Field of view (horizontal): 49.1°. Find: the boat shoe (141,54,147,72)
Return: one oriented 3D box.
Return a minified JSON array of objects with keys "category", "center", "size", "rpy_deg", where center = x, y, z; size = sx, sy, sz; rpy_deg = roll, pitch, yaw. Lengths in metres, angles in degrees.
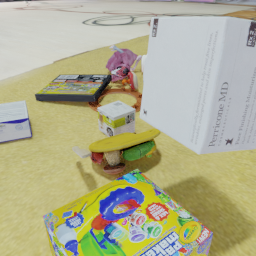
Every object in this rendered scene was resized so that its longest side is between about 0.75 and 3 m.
[{"category":"boat shoe","center":[1.282,-3.778,15.995],"size":[0.814,0.832,2.349],"rpy_deg":[8,31,14]}]

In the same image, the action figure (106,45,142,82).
[{"category":"action figure","center":[-0.340,-3.097,14.694],"size":[2.124,1.911,2.852],"rpy_deg":[21,25,-19]}]

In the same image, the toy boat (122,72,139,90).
[{"category":"toy boat","center":[0.070,-2.251,13.564],"size":[0.745,0.744,1.139],"rpy_deg":[-14,27,-6]}]

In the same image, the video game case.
[{"category":"video game case","center":[-2.468,-1.925,13.177],"size":[2.847,0.363,2.573],"rpy_deg":[3,31,14]}]

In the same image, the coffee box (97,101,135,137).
[{"category":"coffee box","center":[-0.412,-0.286,10.110],"size":[0.974,0.964,0.973],"rpy_deg":[-23,38,-33]}]

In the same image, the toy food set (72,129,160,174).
[{"category":"toy food set","center":[-0.244,0.778,8.606],"size":[2.853,0.932,1.678],"rpy_deg":[-15,10,-27]}]

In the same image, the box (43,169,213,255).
[{"category":"box","center":[-0.045,2.311,5.437],"size":[2.292,1.398,2.208],"rpy_deg":[-22,39,-31]}]

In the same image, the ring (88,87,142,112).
[{"category":"ring","center":[-0.470,-1.295,12.473],"size":[2.638,0.253,2.638],"rpy_deg":[1,31,0]}]

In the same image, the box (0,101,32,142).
[{"category":"box","center":[-4.348,-0.254,10.196],"size":[1.438,0.821,1.564],"rpy_deg":[-11,32,-18]}]

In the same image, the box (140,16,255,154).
[{"category":"box","center":[1.483,-0.966,5.666],"size":[1.508,2.295,2.307],"rpy_deg":[-3,20,-26]}]
